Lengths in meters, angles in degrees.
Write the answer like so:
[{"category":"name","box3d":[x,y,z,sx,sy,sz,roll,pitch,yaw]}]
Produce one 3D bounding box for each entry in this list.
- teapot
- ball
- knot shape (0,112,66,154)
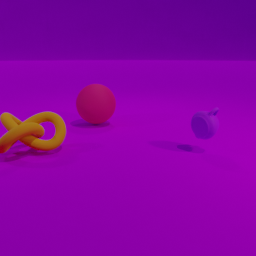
[{"category":"teapot","box3d":[1.791,-0.062,6.456,0.521,1.064,0.662,-18,54,-34]},{"category":"ball","box3d":[-1.007,-0.760,8.846,1.257,1.257,1.257,0,15,0]},{"category":"knot shape","box3d":[-2.201,0.074,6.491,1.498,0.740,1.600,-2,19,-12]}]
